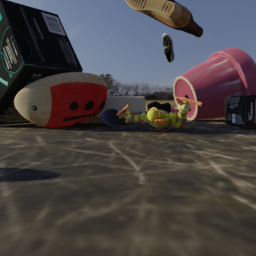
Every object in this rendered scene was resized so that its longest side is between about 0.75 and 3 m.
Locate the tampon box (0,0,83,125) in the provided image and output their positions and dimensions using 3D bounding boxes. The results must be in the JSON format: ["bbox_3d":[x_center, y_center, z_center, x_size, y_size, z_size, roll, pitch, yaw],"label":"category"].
[{"bbox_3d":[-3.153,-1.716,8.180,2.912,2.182,1.838,-36,-19,36],"label":"tampon box"}]

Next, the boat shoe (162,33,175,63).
[{"bbox_3d":[1.356,-2.681,9.428,0.342,0.968,0.308,-5,29,31],"label":"boat shoe"}]

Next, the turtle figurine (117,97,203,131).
[{"bbox_3d":[0.893,-0.245,6.680,2.021,0.651,1.630,-9,-7,26],"label":"turtle figurine"}]

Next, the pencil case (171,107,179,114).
[{"bbox_3d":[2.868,-0.893,15.112,1.058,0.467,0.467,1,5,7],"label":"pencil case"}]

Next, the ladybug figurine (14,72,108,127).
[{"bbox_3d":[-1.650,-0.705,7.782,2.776,0.999,1.884,-15,-20,-37],"label":"ladybug figurine"}]

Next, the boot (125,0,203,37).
[{"bbox_3d":[0.913,-3.045,7.327,1.995,0.722,1.660,43,21,29],"label":"boot"}]

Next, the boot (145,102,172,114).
[{"bbox_3d":[1.209,-0.878,14.656,1.353,0.758,1.957,-10,-7,41],"label":"boot"}]

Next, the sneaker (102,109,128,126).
[{"bbox_3d":[-0.479,-0.293,8.360,0.568,0.510,1.380,-4,-2,22],"label":"sneaker"}]

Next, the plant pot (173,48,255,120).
[{"bbox_3d":[3.251,-1.474,10.853,2.462,2.750,2.750,-17,9,-14],"label":"plant pot"}]

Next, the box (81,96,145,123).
[{"bbox_3d":[-0.788,-0.633,9.618,2.639,0.902,1.084,-1,5,-7],"label":"box"}]

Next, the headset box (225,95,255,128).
[{"bbox_3d":[4.213,-0.494,7.983,2.385,0.921,1.775,-1,5,3],"label":"headset box"}]
